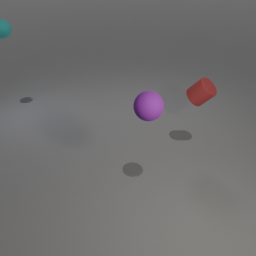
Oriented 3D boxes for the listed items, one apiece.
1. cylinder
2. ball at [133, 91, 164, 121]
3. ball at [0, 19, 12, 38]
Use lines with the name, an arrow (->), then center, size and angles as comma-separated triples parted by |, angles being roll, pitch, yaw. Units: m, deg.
cylinder -> 2.378, -1.167, 9.075 | 0.700, 0.700, 0.700 | 22, 50, -29
ball -> 0.474, -0.503, 6.453 | 0.700, 0.700, 0.700 | 0, 30, 0
ball -> -4.831, -3.789, 10.701 | 0.700, 0.700, 0.700 | 0, 30, 0
